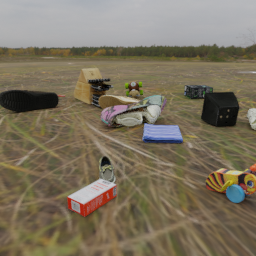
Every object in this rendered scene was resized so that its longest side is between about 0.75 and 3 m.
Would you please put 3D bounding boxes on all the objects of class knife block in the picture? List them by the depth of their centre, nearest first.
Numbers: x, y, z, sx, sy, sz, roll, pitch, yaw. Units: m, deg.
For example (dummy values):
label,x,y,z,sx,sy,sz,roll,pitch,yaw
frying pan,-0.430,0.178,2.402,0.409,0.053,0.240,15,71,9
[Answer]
label,x,y,z,sx,sy,sz,roll,pitch,yaw
knife block,-1.680,-1.576,13.876,0.915,2.512,2.861,-8,-26,-29

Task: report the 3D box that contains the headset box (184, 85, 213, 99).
label,x,y,z,sx,sy,sz,roll,pitch,yaw
headset box,3.904,-2.004,15.377,1.314,0.610,1.144,-2,16,-8

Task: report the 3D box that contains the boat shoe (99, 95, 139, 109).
label,x,y,z,sx,sy,sz,roll,pitch,yaw
boat shoe,-0.235,-0.979,11.896,2.017,0.744,0.698,14,17,13

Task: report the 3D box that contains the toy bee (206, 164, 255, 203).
label,x,y,z,sx,sy,sz,roll,pitch,yaw
toy bee,2.161,0.974,5.206,1.406,0.764,0.921,8,17,25

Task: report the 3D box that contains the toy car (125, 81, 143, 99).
label,x,y,z,sx,sy,sz,roll,pitch,yaw
toy car,0.312,-1.911,14.865,0.922,0.886,1.123,-5,27,7

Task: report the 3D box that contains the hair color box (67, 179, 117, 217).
label,x,y,z,sx,sy,sz,roll,pitch,yaw
hair color box,-0.635,1.249,5.123,0.437,0.264,0.862,12,21,36

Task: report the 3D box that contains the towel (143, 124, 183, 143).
label,x,y,z,sx,sy,sz,roll,pitch,yaw
towel,1.089,0.132,8.981,1.209,0.199,1.670,2,17,4

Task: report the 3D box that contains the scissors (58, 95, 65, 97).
label,x,y,z,sx,sy,sz,roll,pitch,yaw
scissors,-3.931,-1.815,15.705,0.884,0.062,0.323,4,19,8

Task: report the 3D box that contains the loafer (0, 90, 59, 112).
label,x,y,z,sx,sy,sz,roll,pitch,yaw
loafer,-4.435,-1.211,12.449,2.574,0.939,0.918,0,10,-37

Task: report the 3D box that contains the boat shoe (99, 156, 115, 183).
label,x,y,z,sx,sy,sz,roll,pitch,yaw
boat shoe,-0.477,0.920,6.133,0.334,0.279,0.935,-6,21,-8

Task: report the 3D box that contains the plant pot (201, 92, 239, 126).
label,x,y,z,sx,sy,sz,roll,pitch,yaw
plant pot,3.399,-0.618,10.109,1.104,1.107,0.982,-2,26,-7

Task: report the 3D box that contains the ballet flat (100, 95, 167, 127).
label,x,y,z,sx,sy,sz,roll,pitch,yaw
ballet flat,0.388,-0.480,10.088,2.748,0.950,0.978,-13,39,-24

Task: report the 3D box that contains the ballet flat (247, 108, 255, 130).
label,x,y,z,sx,sy,sz,roll,pitch,yaw
ballet flat,4.485,-0.151,9.235,0.718,0.718,2.002,-5,17,-16
